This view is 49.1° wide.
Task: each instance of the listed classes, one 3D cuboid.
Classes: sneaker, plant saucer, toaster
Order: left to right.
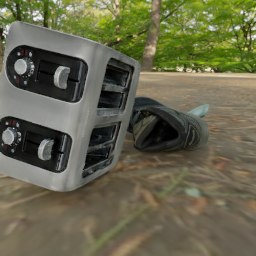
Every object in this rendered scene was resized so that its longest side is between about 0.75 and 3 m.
[{"bbox_3d":[-0.768,-0.268,4.012,1.212,1.847,2.043,18,9,17],"label":"toaster"},{"bbox_3d":[0.288,-0.150,5.624,1.349,0.900,2.355,3,16,-47],"label":"sneaker"},{"bbox_3d":[1.640,-0.257,7.081,1.019,0.196,1.019,-25,-13,-6],"label":"plant saucer"}]
